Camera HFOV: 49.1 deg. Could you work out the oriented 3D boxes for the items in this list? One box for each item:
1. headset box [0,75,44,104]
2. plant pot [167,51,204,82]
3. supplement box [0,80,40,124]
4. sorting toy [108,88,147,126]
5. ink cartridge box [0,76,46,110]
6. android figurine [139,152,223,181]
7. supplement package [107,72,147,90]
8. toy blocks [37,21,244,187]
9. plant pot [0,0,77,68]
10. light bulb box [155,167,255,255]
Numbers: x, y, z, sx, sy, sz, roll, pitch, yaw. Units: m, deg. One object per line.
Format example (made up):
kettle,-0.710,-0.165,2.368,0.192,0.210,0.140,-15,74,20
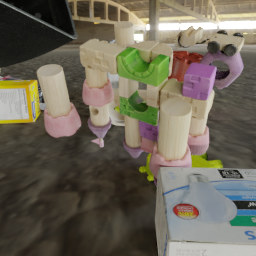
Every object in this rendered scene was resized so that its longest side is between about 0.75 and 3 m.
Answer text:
headset box,-3.942,-1.340,10.079,1.630,0.611,1.212,18,19,-6
plant pot,1.928,-1.638,9.690,1.780,1.731,1.780,6,33,-4
supplement box,-4.001,-0.843,8.832,2.151,1.170,1.178,-2,19,-7
sorting toy,0.133,-0.508,8.425,1.871,1.000,1.684,5,27,10
ink cartridge box,-4.415,-1.190,11.086,2.831,0.709,2.278,20,20,-4
android figurine,1.006,0.753,5.449,1.559,0.320,1.419,-7,20,-23
supplement package,-0.024,-2.794,13.383,2.518,1.961,1.396,-8,20,-22
toy blocks,0.361,-0.307,5.458,2.788,2.511,2.983,19,46,24
plant pot,-2.350,-2.054,4.242,1.856,2.087,2.092,-26,-18,28
light bulb box,1.069,1.182,3.245,1.436,0.904,1.449,1,19,2
